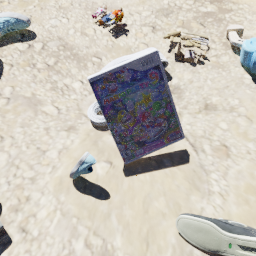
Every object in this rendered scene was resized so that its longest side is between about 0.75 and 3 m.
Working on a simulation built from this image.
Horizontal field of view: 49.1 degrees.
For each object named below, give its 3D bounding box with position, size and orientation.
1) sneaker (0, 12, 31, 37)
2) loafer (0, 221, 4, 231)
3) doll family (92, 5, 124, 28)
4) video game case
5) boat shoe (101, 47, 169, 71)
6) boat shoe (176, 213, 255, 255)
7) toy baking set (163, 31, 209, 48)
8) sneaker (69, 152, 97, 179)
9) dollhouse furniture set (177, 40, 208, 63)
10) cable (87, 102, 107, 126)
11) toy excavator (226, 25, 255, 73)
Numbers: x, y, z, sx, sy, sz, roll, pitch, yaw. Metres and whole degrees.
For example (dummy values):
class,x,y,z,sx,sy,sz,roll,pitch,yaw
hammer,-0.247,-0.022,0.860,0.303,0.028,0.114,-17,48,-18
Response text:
class,x,y,z,sx,sy,sz,roll,pitch,yaw
sneaker,-5.335,-4.156,11.723,2.513,0.929,1.030,-2,78,-1
loafer,-4.203,1.747,7.579,0.978,0.980,2.802,-28,69,-16
doll family,-0.760,-4.895,12.322,1.618,0.729,1.004,29,67,39
video game case,0.328,-0.517,7.985,2.031,2.836,0.256,-23,24,-3
boat shoe,0.211,-2.032,10.051,2.891,1.063,0.945,-32,58,-19
boat shoe,2.384,2.698,7.164,2.327,0.836,0.787,13,19,16
toy baking set,2.427,-3.607,11.441,1.561,0.237,2.034,29,40,22
sneaker,-1.262,1.179,7.870,0.489,1.194,0.441,40,42,2
dollhouse furniture set,2.509,-2.988,11.032,1.134,0.502,0.588,12,57,7
cable,-0.905,-0.506,9.465,0.928,0.321,0.928,-32,63,-19
toy excavator,4.741,-3.160,10.881,2.342,1.170,2.277,21,57,24
